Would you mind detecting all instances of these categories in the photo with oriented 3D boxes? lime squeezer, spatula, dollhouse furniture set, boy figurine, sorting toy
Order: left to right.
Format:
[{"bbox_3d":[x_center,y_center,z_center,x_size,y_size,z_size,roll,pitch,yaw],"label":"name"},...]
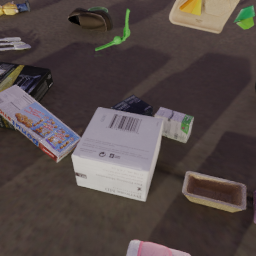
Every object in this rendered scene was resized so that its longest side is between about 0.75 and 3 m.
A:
[{"bbox_3d":[-4.773,-3.232,10.755,1.737,0.140,1.208,-18,48,-38],"label":"spatula"},{"bbox_3d":[-5.556,-5.737,13.317,1.683,0.542,1.046,-14,48,-17],"label":"boy figurine"},{"bbox_3d":[-0.270,-2.511,7.615,0.519,1.471,0.277,3,56,-48],"label":"lime squeezer"},{"bbox_3d":[2.429,-3.200,6.921,2.426,1.793,0.357,4,46,-21],"label":"sorting toy"},{"bbox_3d":[2.157,1.354,5.210,2.251,1.598,1.784,12,45,13],"label":"dollhouse furniture set"}]

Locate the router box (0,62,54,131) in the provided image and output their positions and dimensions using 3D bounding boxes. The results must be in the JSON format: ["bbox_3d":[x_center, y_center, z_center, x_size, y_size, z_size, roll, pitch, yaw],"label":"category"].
[{"bbox_3d":[-3.624,-1.052,8.397,1.850,0.615,2.353,11,45,11],"label":"router box"}]

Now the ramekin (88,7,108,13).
[{"bbox_3d":[-1.362,-5.089,12.687,0.935,0.457,0.935,0,44,0],"label":"ramekin"}]

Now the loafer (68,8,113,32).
[{"bbox_3d":[-1.640,-4.468,11.863,2.371,0.866,0.846,23,52,35],"label":"loafer"}]

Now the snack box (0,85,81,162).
[{"bbox_3d":[-2.377,-0.173,7.172,2.408,0.293,0.866,38,47,11],"label":"snack box"}]

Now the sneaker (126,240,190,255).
[{"bbox_3d":[0.487,2.916,4.035,1.345,0.968,2.572,3,40,11],"label":"sneaker"}]

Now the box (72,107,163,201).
[{"bbox_3d":[-0.165,0.542,6.419,1.656,1.088,1.665,11,45,11],"label":"box"}]

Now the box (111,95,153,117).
[{"bbox_3d":[0.113,-0.419,7.862,0.876,0.456,0.798,-32,51,-29],"label":"box"}]

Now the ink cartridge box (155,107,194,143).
[{"bbox_3d":[1.183,-0.085,7.363,0.928,0.677,0.390,19,47,19],"label":"ink cartridge box"}]
